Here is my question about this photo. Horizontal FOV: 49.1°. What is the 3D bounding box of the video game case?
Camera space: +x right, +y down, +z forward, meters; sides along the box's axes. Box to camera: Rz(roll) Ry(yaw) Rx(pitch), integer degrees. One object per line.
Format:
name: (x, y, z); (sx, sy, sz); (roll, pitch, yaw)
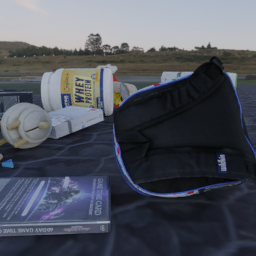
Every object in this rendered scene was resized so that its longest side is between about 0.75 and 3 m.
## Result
video game case: (-1.419, 1.145, 4.392); (2.293, 0.218, 1.638); (0, 12, -4)

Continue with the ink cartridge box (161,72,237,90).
ink cartridge box: (2.345, -0.968, 9.940); (1.177, 2.039, 2.792); (-5, 13, -23)

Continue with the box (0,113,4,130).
box: (-4.670, -0.281, 10.560); (1.744, 0.445, 1.375); (-11, 17, -41)

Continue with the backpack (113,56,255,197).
backpack: (0.781, 0.171, 4.726); (2.104, 2.209, 1.702); (-10, -17, -13)

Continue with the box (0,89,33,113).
box: (-5.486, -1.041, 12.225); (1.960, 1.236, 1.994); (-11, 16, -42)

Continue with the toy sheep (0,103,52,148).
toy sheep: (-2.758, -0.048, 7.552); (1.990, 1.372, 1.372); (8, 14, 39)

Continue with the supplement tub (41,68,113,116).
supplement tub: (-2.194, -1.609, 12.669); (2.976, 2.149, 2.149); (-1, 12, 0)

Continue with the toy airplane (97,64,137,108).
toy airplane: (-0.928, -1.980, 14.364); (2.516, 1.784, 2.527); (32, -24, -6)

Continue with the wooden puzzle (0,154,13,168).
wooden puzzle: (-3.414, 0.759, 6.270); (1.607, 0.188, 1.084); (-4, 13, -19)

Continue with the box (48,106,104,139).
box: (-2.222, -0.269, 9.749); (1.731, 0.457, 2.221); (9, 23, 35)
